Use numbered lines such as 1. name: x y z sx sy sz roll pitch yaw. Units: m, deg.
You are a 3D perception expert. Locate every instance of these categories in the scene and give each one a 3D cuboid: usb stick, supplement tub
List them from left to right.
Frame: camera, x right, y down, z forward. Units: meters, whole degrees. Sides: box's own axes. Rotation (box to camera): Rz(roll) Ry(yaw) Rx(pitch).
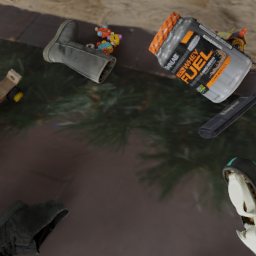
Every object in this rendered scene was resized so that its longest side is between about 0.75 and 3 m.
1. supplement tub: 2.072 -2.108 8.300 2.681 1.642 1.642 34 60 1
2. usb stick: 2.948 -0.390 8.130 2.300 0.638 0.375 -33 102 -25

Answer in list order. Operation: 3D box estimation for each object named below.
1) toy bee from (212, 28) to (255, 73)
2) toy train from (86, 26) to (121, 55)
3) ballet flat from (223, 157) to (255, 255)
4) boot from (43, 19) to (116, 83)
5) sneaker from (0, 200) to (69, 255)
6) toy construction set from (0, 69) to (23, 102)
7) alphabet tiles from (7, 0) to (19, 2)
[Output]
1. toy bee: 3.527 -2.962 9.606 2.318 1.260 1.517 12 55 9
2. toy train: -0.869 -3.142 10.268 1.128 0.418 1.501 15 53 12
3. ballet flat: 1.956 1.411 4.374 0.662 0.658 1.934 -5 67 -38
4. boot: -1.481 -2.715 9.674 2.331 0.846 2.119 18 70 21
5. sneaker: -2.438 2.445 6.066 1.217 0.701 2.333 23 54 21
6. toy construction set: -4.163 -1.464 7.804 2.299 2.757 2.118 32 55 11
7. alphabet tiles: -5.012 -5.904 12.446 0.809 0.031 0.972 23 58 15
